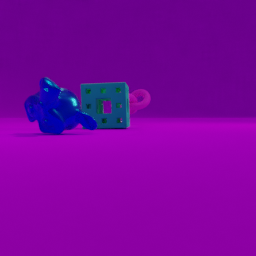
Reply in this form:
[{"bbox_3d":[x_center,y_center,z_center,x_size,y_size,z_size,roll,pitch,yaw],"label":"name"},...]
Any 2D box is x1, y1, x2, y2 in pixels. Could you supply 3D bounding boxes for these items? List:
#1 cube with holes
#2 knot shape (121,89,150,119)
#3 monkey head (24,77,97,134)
[{"bbox_3d":[-0.574,-0.580,7.631,1.143,1.143,1.143,-2,2,4],"label":"cube with holes"},{"bbox_3d":[-0.042,-0.940,11.699,1.793,0.829,1.678,-28,2,-27],"label":"knot shape"},{"bbox_3d":[-1.248,-0.466,5.012,1.522,1.095,0.917,39,40,14],"label":"monkey head"}]
